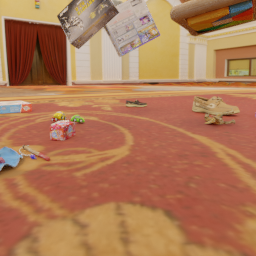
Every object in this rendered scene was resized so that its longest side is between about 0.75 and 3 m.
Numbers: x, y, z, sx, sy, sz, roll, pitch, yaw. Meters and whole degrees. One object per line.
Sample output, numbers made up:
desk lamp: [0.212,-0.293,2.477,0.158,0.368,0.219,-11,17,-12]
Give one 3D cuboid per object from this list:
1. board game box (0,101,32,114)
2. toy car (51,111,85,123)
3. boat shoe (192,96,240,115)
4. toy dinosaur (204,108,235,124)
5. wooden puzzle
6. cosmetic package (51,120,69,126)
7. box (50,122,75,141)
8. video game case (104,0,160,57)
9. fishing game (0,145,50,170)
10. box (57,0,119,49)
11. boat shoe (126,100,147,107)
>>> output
board game box: [-5.751,-1.051,13.834,1.462,0.385,1.911,-7,13,-33]
toy car: [-2.132,-0.370,10.060,1.166,0.276,1.239,5,-7,-19]
boat shoe: [3.900,-1.040,12.712,0.865,0.783,2.428,-8,14,-37]
toy dinosaur: [3.243,-0.293,9.936,1.024,0.590,2.026,-15,2,6]
wooden puzzle: [2.358,-2.843,7.143,2.086,0.420,2.254,-7,1,26]
cosmetic package: [-2.243,-0.103,9.330,0.348,0.213,0.842,2,11,5]
box: [-1.824,0.073,7.882,0.417,0.399,0.836,2,11,11]
video game case: [0.079,-3.747,10.314,1.795,1.627,0.408,-31,13,-15]
fishing game: [-3.040,0.538,5.432,2.693,0.419,1.928,-6,11,-40]
box: [-1.005,-2.769,6.814,1.365,1.081,0.330,-36,-27,18]
boat shoe: [0.474,-1.372,15.521,1.217,0.394,0.445,-2,11,-11]
